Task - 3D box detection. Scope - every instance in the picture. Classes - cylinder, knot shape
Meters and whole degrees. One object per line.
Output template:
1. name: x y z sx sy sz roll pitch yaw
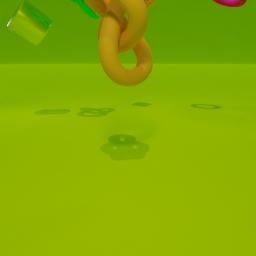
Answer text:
1. cylinder: -3.081 -3.299 8.824 1.011 1.011 1.011 33 -4 -31
2. knot shape: -0.184 -1.814 4.709 0.912 1.973 1.847 -17 -20 3
3. knot shape: -1.554 -4.113 8.343 1.739 0.859 1.859 42 25 19

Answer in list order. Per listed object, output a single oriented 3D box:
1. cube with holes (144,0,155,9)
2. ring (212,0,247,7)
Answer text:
1. cube with holes: 0.497 -4.676 9.749 0.712 0.712 0.712 30 62 14
2. ring: 3.264 -4.408 9.296 1.360 0.272 1.360 21 8 -3
